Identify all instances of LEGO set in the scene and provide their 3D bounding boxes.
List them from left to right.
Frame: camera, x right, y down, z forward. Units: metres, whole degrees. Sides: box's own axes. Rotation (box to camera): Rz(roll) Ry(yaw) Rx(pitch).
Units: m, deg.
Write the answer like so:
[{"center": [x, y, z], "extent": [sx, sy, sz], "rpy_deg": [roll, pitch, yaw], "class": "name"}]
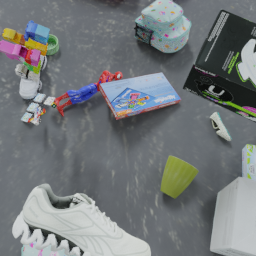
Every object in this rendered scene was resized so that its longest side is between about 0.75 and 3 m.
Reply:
[{"center": [-2.558, -1.931, 6.736], "extent": [1.065, 2.595, 0.990], "rpy_deg": [18, 83, -17], "class": "LEGO set"}, {"center": [-2.922, -0.654, 9.065], "extent": [1.494, 0.367, 1.116], "rpy_deg": [15, 68, 44], "class": "LEGO set"}]

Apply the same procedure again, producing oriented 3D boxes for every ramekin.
[{"center": [-3.019, -3.162, 10.710], "extent": [0.765, 0.374, 0.765], "rpy_deg": [0, 64, 0], "class": "ramekin"}]

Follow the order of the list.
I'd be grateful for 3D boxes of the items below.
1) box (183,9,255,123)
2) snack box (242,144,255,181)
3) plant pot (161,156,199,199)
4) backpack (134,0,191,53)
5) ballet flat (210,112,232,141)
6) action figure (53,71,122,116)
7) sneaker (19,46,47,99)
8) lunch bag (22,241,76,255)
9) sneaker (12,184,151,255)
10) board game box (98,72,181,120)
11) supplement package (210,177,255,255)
[{"center": [2.552, -1.184, 6.072], "extent": [2.193, 1.629, 1.363], "rpy_deg": [27, 83, 8], "class": "box"}, {"center": [4.090, 1.372, 8.463], "extent": [1.148, 0.427, 1.614], "rpy_deg": [8, 62, 5], "class": "snack box"}, {"center": [1.397, 1.495, 8.221], "extent": [0.964, 0.964, 1.030], "rpy_deg": [28, 81, 13], "class": "plant pot"}, {"center": [1.387, -3.793, 10.454], "extent": [1.889, 1.448, 1.661], "rpy_deg": [41, 66, 13], "class": "backpack"}, {"center": [3.038, -0.002, 9.239], "extent": [0.399, 0.399, 1.112], "rpy_deg": [-15, 62, -7], "class": "ballet flat"}, {"center": [-1.095, -1.054, 9.462], "extent": [2.525, 0.824, 1.250], "rpy_deg": [-34, 66, -13], "class": "action figure"}, {"center": [-3.440, -2.094, 9.743], "extent": [0.767, 1.173, 2.041], "rpy_deg": [6, 64, 3], "class": "sneaker"}, {"center": [-1.921, 3.531, 7.123], "extent": [1.629, 0.993, 1.388], "rpy_deg": [1, 65, -6], "class": "lunch bag"}, {"center": [-0.776, 1.982, 5.532], "extent": [2.781, 1.045, 1.127], "rpy_deg": [21, 90, -7], "class": "sneaker"}, {"center": [0.438, -1.133, 9.325], "extent": [2.574, 0.250, 1.325], "rpy_deg": [-16, 62, -30], "class": "board game box"}, {"center": [3.091, 2.436, 7.198], "extent": [1.318, 1.793, 1.714], "rpy_deg": [14, 65, 7], "class": "supplement package"}]
